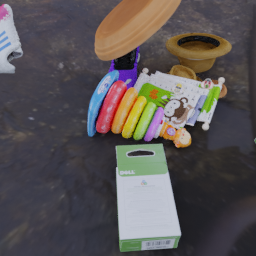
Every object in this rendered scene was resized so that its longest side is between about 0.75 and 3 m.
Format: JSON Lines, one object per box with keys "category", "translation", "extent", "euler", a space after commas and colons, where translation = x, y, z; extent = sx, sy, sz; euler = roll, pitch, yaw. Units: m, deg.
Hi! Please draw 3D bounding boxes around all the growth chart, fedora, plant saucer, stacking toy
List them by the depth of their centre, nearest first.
{"category": "stacking toy", "translation": [0.406, -0.193, 7.677], "extent": [2.874, 1.577, 1.668], "euler": [25, 58, 4]}
{"category": "plant saucer", "translation": [0.123, -3.069, 7.711], "extent": [2.887, 0.540, 2.887], "euler": [-30, 35, 24]}
{"category": "growth chart", "translation": [1.304, -0.836, 8.365], "extent": [2.733, 0.242, 1.978], "euler": [13, 72, 15]}
{"category": "fedora", "translation": [1.726, -1.507, 9.114], "extent": [1.756, 0.716, 1.756], "euler": [-3, 48, 3]}
{"category": "plant saucer", "translation": [2.869, -1.334, 9.380], "extent": [0.888, 0.166, 0.888], "euler": [0, 47, 0]}
{"category": "fedora", "translation": [2.441, -2.609, 9.917], "extent": [2.384, 0.972, 2.384], "euler": [-1, 36, 1]}

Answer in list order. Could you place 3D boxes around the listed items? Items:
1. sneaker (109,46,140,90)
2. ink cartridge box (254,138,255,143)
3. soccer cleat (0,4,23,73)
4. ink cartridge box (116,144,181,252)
{"category": "sneaker", "translation": [-0.155, -2.392, 9.467], "extent": [1.015, 1.451, 2.918], "euler": [4, 47, 3]}
{"category": "ink cartridge box", "translation": [4.260, -0.308, 6.898], "extent": [1.251, 2.411, 0.715], "euler": [-16, 53, -15]}
{"category": "soccer cleat", "translation": [-3.037, -2.220, 7.114], "extent": [0.813, 0.658, 1.883], "euler": [10, 73, -16]}
{"category": "ink cartridge box", "translation": [0.357, 1.494, 6.418], "extent": [1.220, 0.697, 2.350], "euler": [-3, 48, -3]}
